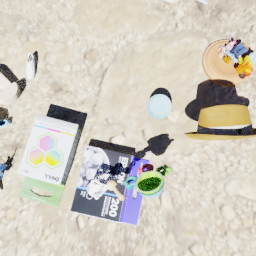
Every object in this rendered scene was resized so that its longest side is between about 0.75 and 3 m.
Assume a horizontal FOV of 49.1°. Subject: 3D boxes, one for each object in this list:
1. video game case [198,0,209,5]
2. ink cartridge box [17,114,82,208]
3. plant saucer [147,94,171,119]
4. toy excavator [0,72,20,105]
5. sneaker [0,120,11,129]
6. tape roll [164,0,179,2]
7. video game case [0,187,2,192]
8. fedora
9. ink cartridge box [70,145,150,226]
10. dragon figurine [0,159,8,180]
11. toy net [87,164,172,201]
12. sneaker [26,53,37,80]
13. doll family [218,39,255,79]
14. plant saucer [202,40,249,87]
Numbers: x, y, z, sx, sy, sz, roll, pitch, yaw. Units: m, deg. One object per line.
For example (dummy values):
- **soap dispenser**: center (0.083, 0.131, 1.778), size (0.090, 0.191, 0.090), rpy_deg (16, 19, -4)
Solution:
- **video game case**: center (3.016, -5.504, 11.037), size (0.839, 0.106, 1.172), rpy_deg (30, 80, 6)
- **ink cartridge box**: center (-2.637, 1.072, 9.226), size (1.437, 0.821, 2.767), rpy_deg (15, 78, 3)
- **plant saucer**: center (1.054, -0.749, 9.687), size (0.881, 0.170, 0.881), rpy_deg (-3, 108, -9)
- **toy excavator**: center (-5.552, -1.926, 9.707), size (2.907, 1.452, 2.827), rpy_deg (-18, 79, -13)
- **sneaker**: center (-4.518, -0.104, 9.733), size (0.822, 0.337, 0.304), rpy_deg (-27, 78, -6)
- **tape roll**: center (1.694, -5.536, 10.882), size (1.209, 0.423, 1.209), rpy_deg (0, 77, -1)
- **video game case**: center (-4.984, 1.911, 9.135), size (1.229, 0.141, 1.118), rpy_deg (-29, 107, -7)
- **fedora**: center (2.801, -0.196, 8.167), size (2.348, 2.348, 0.958), rpy_deg (-4, 93, -1)
- **ink cartridge box**: center (-0.544, 1.886, 9.229), size (2.246, 0.487, 2.225), rpy_deg (11, 77, 1)
- **dragon figurine**: center (-4.204, 1.418, 9.231), size (0.285, 0.969, 0.482), rpy_deg (26, 49, -14)
- **toy net**: center (-0.100, 1.480, 8.270), size (2.656, 0.513, 1.393), rpy_deg (-5, 39, 26)
- **sneaker**: center (-3.555, -2.244, 10.181), size (0.368, 0.387, 0.962), rpy_deg (-1, 79, -2)
- **doll family**: center (3.868, -2.449, 9.767), size (1.009, 0.733, 1.626), rpy_deg (-40, 80, -10)
- **plant saucer**: center (3.648, -2.418, 10.268), size (1.812, 0.292, 1.812), rpy_deg (0, 78, 0)
